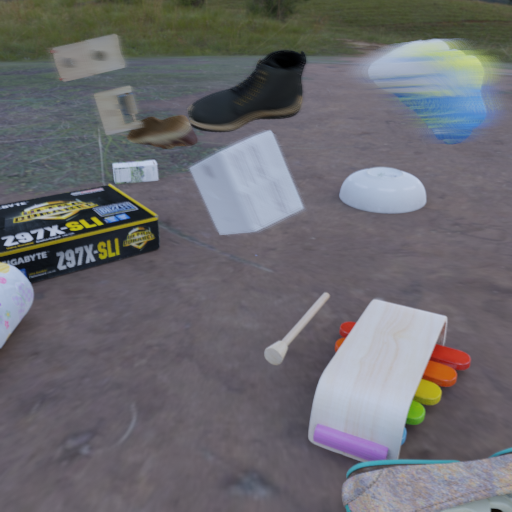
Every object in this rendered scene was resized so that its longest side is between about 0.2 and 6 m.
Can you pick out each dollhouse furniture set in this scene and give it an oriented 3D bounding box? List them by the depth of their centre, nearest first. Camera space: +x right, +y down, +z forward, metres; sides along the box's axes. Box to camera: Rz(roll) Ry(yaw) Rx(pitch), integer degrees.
[{"bbox_3d":[-3.275,-3.512,11.641,1.275,1.819,1.282,-15,23,-6],"label":"dollhouse furniture set"}]

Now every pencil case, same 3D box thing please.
[{"bbox_3d":[-4.210,1.005,8.333,0.984,1.074,2.367,-21,25,11],"label":"pencil case"}]

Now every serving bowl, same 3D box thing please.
[{"bbox_3d":[3.363,-1.849,14.794,2.256,0.742,2.256,1,26,0],"label":"serving bowl"}]

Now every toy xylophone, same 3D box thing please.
[{"bbox_3d":[1.551,1.438,7.810,2.269,0.779,3.099,17,30,32],"label":"toy xylophone"}]

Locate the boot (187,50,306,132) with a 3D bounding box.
[{"bbox_3d":[-0.226,-3.526,11.662,2.531,0.980,1.751,-16,-15,-7],"label":"boot"}]

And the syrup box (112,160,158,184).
[{"bbox_3d":[-3.512,-2.447,16.328,1.248,0.491,0.508,-8,26,-16],"label":"syrup box"}]

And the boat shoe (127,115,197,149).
[{"bbox_3d":[-1.993,-2.527,11.923,1.883,0.678,0.679,3,57,39],"label":"boat shoe"}]

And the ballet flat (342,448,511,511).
[{"bbox_3d":[2.322,2.520,5.632,2.880,0.980,0.968,-7,47,-3],"label":"ballet flat"}]

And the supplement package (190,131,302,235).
[{"bbox_3d":[-0.158,-0.854,6.880,0.703,0.987,1.267,-27,10,-20],"label":"supplement package"}]

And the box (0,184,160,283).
[{"bbox_3d":[-4.172,-0.545,11.955,3.421,0.844,2.732,-16,31,-31],"label":"box"}]

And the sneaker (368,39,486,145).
[{"bbox_3d":[2.735,-2.361,8.303,2.536,1.332,0.960,-12,-6,-38],"label":"sneaker"}]
